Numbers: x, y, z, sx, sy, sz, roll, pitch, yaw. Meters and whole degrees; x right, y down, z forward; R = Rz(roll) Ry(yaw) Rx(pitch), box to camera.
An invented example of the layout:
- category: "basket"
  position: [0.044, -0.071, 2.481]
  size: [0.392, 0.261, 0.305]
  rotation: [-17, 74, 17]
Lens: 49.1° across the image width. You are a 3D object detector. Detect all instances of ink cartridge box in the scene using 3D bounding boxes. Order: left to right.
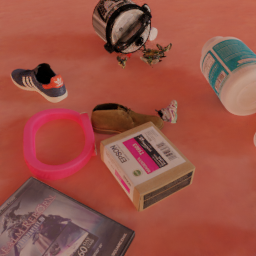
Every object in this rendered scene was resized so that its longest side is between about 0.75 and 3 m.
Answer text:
- category: "ink cartridge box"
  position: [0.427, 0.846, 6.906]
  size: [1.569, 0.715, 1.905]
  rotation: [-22, 47, -24]

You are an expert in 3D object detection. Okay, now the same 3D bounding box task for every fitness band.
- category: "fitness band"
  position: [-1.888, 0.297, 7.690]
  size: [1.886, 0.491, 2.626]
  rotation: [-11, 42, -11]

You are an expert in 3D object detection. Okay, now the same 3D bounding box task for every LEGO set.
- category: "LEGO set"
  position: [0.698, -2.748, 11.107]
  size: [2.251, 0.638, 1.462]
  rotation: [-9, 39, 9]

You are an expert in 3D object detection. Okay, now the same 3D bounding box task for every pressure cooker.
- category: "pressure cooker"
  position: [-0.171, -4.225, 11.523]
  size: [2.073, 2.041, 2.321]
  rotation: [-12, 43, -27]

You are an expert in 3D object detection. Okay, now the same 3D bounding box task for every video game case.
- category: "video game case"
  position: [-1.597, 2.301, 5.647]
  size: [2.881, 0.273, 2.058]
  rotation: [22, 46, 21]

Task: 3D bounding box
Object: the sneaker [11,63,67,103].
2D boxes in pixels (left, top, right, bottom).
- category: "sneaker"
  position: [-3.105, -1.805, 9.576]
  size: [2.506, 1.059, 0.939]
  rotation: [23, 47, 24]

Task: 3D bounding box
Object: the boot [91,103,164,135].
- category: "boot"
  position: [-0.009, -0.263, 8.077]
  size: [2.139, 0.807, 0.787]
  rotation: [1, 40, 0]

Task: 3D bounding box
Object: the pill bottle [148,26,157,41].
- category: "pill bottle"
  position: [0.779, -4.441, 12.828]
  size: [0.594, 0.594, 1.057]
  rotation: [-34, 53, -31]

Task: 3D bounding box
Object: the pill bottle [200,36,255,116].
- category: "pill bottle"
  position: [3.419, -1.905, 9.210]
  size: [1.658, 1.658, 2.992]
  rotation: [-5, 43, -6]

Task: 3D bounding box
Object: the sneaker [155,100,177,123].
- category: "sneaker"
  position: [1.179, -0.561, 8.711]
  size: [0.674, 0.375, 0.964]
  rotation: [5, 42, 4]

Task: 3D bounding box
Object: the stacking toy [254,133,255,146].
- category: "stacking toy"
  position: [4.627, -0.304, 7.735]
  size: [2.951, 2.156, 2.156]
  rotation: [-37, 51, -9]
